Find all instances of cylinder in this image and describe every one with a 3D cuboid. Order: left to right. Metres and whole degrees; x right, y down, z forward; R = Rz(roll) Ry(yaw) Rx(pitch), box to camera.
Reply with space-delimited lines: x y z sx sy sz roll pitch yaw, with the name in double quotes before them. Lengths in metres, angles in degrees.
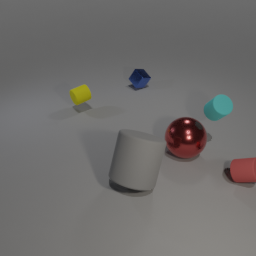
"cylinder" -2.031 -1.420 11.974 0.700 0.700 0.700 -28 41 -25
"cylinder" 0.267 0.880 8.073 1.400 1.400 1.400 13 8 -2
"cylinder" 2.964 -0.659 9.229 0.700 0.700 0.700 3 74 -11
"cylinder" 3.502 1.242 8.262 0.700 0.700 0.700 -13 16 45

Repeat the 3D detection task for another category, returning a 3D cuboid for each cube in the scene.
"cube" 0.604 -2.542 14.363 0.700 0.700 0.700 -11 57 -46

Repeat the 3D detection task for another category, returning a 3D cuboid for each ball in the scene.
"ball" 1.936 0.324 9.409 1.400 1.400 1.400 0 32 0
